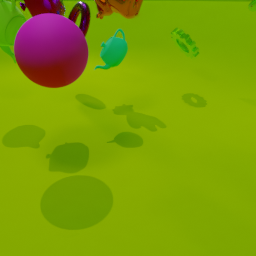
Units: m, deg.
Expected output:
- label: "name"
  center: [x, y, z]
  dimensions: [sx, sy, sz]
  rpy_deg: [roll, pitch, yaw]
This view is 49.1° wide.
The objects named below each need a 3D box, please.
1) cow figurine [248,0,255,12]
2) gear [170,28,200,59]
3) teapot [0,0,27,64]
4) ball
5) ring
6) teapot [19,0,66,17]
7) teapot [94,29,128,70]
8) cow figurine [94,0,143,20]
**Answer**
- label: "cow figurine"
  center: [2.568, -2.673, 4.946]
  dimensions: [0.673, 1.206, 1.226]
  rpy_deg: [34, 51, -20]
- label: "gear"
  center: [1.989, -2.955, 9.814]
  dimensions: [0.225, 1.217, 1.217]
  rpy_deg: [-44, 34, 2]
- label: "teapot"
  center: [-3.196, -2.656, 7.482]
  dimensions: [0.923, 1.886, 1.172]
  rpy_deg: [28, 40, 9]
- label: "ball"
  center: [-1.408, -1.416, 5.222]
  dimensions: [1.334, 1.334, 1.334]
  rpy_deg: [0, 27, 0]
- label: "ring"
  center: [-1.764, -3.567, 9.707]
  dimensions: [0.316, 1.581, 1.581]
  rpy_deg: [9, 18, -36]
- label: "teapot"
  center: [-2.041, -2.947, 6.574]
  dimensions: [0.944, 1.928, 1.199]
  rpy_deg: [-21, 35, 1]
- label: "teapot"
  center: [-0.433, -1.963, 7.236]
  dimensions: [0.629, 1.284, 0.798]
  rpy_deg: [28, -3, -25]
- label: "cow figurine"
  center: [-0.311, -3.789, 8.585]
  dimensions: [0.907, 1.627, 1.653]
  rpy_deg: [-38, 75, -27]
